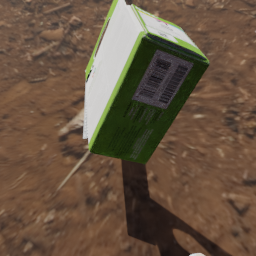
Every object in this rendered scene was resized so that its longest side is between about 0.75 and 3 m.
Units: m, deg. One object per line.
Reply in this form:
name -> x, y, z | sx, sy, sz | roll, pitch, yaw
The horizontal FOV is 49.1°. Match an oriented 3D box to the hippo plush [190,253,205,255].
hippo plush -> 0.579, 2.034, 3.054 | 1.323, 1.064, 1.054 | 17, 98, 31

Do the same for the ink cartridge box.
ink cartridge box -> 0.036, -1.031, 4.784 | 0.994, 1.939, 2.624 | 15, 34, -21

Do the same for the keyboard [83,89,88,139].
keyboard -> -0.724, -0.548, 6.127 | 0.492, 0.093, 1.748 | -18, 53, 21
